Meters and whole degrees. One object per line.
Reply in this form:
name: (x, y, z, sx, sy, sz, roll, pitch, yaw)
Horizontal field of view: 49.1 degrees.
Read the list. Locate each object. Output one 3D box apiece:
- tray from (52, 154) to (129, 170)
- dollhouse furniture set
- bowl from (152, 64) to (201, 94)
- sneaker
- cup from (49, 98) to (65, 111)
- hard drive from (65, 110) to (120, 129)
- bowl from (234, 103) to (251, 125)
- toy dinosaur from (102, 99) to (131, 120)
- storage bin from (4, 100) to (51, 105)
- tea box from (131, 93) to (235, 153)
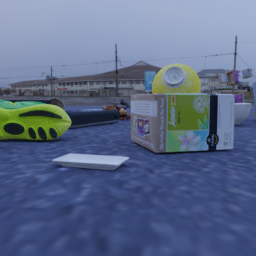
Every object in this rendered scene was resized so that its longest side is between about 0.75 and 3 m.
tray: (-0.459, 0.428, 3.537, 0.869, 0.096, 0.467, 2, 5, 18)
dollhouse furniture set: (4.930, -1.522, 11.579, 1.692, 2.448, 2.593, -3, -5, -27)
bowl: (1.652, -1.618, 9.839, 1.753, 1.753, 0.943, 1, -19, 15)
sneaker: (-2.482, -0.158, 6.047, 2.594, 0.961, 1.084, 8, 1, 5)
cup: (-3.739, -0.923, 14.011, 0.991, 0.991, 0.709, -4, -14, -37)
hard drive: (-1.856, -0.360, 9.756, 2.000, 0.471, 2.867, 3, 6, 29)
bowl: (3.227, -0.518, 10.007, 1.940, 0.725, 1.943, -1, 6, 8)
toy dinosaur: (-0.320, -0.638, 12.231, 1.625, 0.830, 1.103, 38, 24, -6)
storage bin: (-4.326, -0.777, 12.044, 1.907, 0.894, 1.289, -1, 6, -23)
tea box: (0.881, -0.145, 5.011, 1.388, 0.943, 1.411, -3, 6, -16)
